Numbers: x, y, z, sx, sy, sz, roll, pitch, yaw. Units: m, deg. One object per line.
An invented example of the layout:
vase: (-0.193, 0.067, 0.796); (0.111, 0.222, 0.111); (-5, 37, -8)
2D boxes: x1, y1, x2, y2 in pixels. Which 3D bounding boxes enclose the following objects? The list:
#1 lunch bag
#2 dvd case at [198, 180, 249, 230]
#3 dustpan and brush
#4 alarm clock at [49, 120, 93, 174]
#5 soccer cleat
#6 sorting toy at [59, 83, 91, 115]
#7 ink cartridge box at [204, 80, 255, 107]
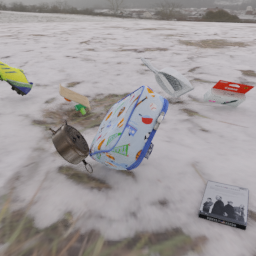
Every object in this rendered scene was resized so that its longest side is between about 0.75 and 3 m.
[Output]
lunch bag: (-0.018, 0.004, 5.330); (0.727, 1.541, 1.923); (33, -18, -16)
dvd case: (1.680, 1.291, 4.857); (0.744, 0.122, 0.990); (10, 26, 21)
dustpan and brush: (1.182, -1.746, 9.410); (0.547, 1.911, 1.334); (-41, 5, -18)
alarm clock: (-1.005, 0.392, 5.391); (0.379, 1.140, 0.769); (-34, 1, 12)
soccer cleat: (-3.925, -1.819, 9.400); (0.576, 1.783, 0.746); (21, 70, 37)
sorting toy: (-1.611, -0.833, 8.398); (1.082, 0.215, 1.464); (28, 15, -23)
ink cartridge box: (3.139, -1.055, 8.750); (1.189, 0.259, 1.032); (9, -20, -10)
